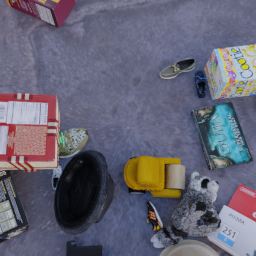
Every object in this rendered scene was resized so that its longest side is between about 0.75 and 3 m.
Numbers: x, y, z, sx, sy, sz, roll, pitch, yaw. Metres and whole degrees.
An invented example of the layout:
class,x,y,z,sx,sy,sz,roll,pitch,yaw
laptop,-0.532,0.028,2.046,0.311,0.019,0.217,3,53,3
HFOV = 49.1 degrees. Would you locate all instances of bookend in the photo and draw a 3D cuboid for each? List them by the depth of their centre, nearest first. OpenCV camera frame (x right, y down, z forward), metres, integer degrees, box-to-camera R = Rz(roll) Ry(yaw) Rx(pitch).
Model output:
class,x,y,z,sx,sy,sz,roll,pitch,yaw
bookend,-0.862,4.768,9.046,2.191,1.015,2.205,-2,70,-2

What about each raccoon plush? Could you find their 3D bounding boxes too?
class,x,y,z,sx,sy,sz,roll,pitch,yaw
raccoon plush,1.913,2.703,9.798,2.864,1.386,1.919,-23,29,15

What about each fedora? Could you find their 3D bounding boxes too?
class,x,y,z,sx,sy,sz,roll,pitch,yaw
fedora,-1.286,2.215,9.565,2.806,1.281,2.806,-21,56,34

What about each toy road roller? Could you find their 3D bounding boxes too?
class,x,y,z,sx,sy,sz,roll,pitch,yaw
toy road roller,0.968,1.643,9.822,2.223,1.623,1.366,3,71,1

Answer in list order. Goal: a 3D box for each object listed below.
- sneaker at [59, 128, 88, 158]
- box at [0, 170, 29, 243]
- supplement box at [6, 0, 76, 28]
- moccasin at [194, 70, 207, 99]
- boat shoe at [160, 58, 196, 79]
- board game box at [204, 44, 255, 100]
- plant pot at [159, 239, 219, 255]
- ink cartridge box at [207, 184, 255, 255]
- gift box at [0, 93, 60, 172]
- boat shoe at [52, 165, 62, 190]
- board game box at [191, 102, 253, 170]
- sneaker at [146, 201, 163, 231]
class,x,y,z,sx,sy,sz,roll,pitch,yaw
sneaker,-2.862,0.583,10.392,2.836,1.256,1.090,-18,71,-6
box,-4.954,2.475,9.345,2.377,1.250,2.902,-19,70,-29
supplement box,-4.040,-6.003,12.737,2.839,1.216,1.566,25,72,9
moccasin,3.100,-1.861,11.691,0.524,0.444,1.302,-6,71,-2
boat shoe,2.121,-2.568,11.920,1.615,0.483,0.577,-20,72,-7
board game box,4.854,-2.289,11.271,2.954,1.521,1.549,-8,71,-3
plant pot,2.101,4.767,8.307,2.634,2.411,2.634,0,71,0
ink cartridge box,4.422,3.361,9.248,2.728,0.610,2.404,26,71,33
gift box,-3.402,0.133,8.835,2.525,2.357,2.330,6,76,-10
boat shoe,-2.687,1.826,10.460,0.338,0.309,0.939,3,71,1
board game box,3.638,0.293,10.981,1.682,0.350,2.487,-12,71,-4
sneaker,0.836,3.132,9.968,0.467,0.363,1.039,-25,74,-12
